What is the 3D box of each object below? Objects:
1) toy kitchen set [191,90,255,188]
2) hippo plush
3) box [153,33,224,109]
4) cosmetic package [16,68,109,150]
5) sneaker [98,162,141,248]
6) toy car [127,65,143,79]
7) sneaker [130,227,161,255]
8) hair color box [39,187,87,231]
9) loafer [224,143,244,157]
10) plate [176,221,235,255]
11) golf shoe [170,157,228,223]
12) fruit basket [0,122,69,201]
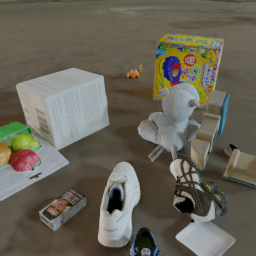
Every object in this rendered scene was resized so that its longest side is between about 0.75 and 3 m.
[{"bbox_3d":[3.484,0.470,9.295,2.265,1.666,2.828,16,56,23],"label":"toy kitchen set"},{"bbox_3d":[1.390,-0.452,9.681,2.166,2.186,2.719,17,36,24],"label":"hippo plush"},{"bbox_3d":[2.648,-2.564,12.487,2.611,2.710,1.653,11,34,17],"label":"box"},{"bbox_3d":[-2.293,-0.803,10.230,2.435,2.038,2.026,-27,35,-36],"label":"cosmetic package"},{"bbox_3d":[-0.168,1.705,7.294,0.991,1.158,2.659,2,32,3],"label":"sneaker"},{"bbox_3d":[0.389,-3.223,15.607,0.709,0.481,1.445,7,34,10],"label":"toy car"},{"bbox_3d":[0.315,2.879,5.765,0.722,0.820,1.838,-2,33,-2],"label":"sneaker"},{"bbox_3d":[-1.695,2.113,7.398,0.557,0.341,1.125,24,40,32],"label":"hair color box"},{"bbox_3d":[3.649,0.875,9.297,0.407,0.377,1.081,-17,36,-25],"label":"loafer"},{"bbox_3d":[1.832,2.672,6.671,1.033,0.167,1.035,-25,40,-35],"label":"plate"},{"bbox_3d":[1.575,1.618,7.640,1.127,0.927,2.385,-24,27,-11],"label":"golf shoe"},{"bbox_3d":[-3.496,0.954,8.816,2.277,1.152,2.458,-29,58,-37],"label":"fruit basket"}]
